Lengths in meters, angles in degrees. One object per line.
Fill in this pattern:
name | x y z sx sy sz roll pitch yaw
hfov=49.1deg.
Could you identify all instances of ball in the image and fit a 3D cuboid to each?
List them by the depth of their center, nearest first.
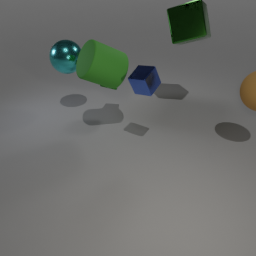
ball | 4.489 -1.243 9.374 1.400 1.400 1.400 0 30 0
ball | -2.578 -2.977 11.748 1.400 1.400 1.400 0 30 0

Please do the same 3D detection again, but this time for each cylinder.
cylinder | -0.928 -2.259 10.051 1.400 1.400 1.400 13 20 -35

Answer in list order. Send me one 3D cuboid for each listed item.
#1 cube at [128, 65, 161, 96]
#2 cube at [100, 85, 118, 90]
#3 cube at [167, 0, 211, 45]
cube | 0.549 -1.557 9.178 0.700 0.700 0.700 14 56 38
cube | -0.706 -2.058 11.649 0.700 0.700 0.700 13 21 0
cube | 2.559 -4.331 11.622 1.400 1.400 1.400 -7 11 25
